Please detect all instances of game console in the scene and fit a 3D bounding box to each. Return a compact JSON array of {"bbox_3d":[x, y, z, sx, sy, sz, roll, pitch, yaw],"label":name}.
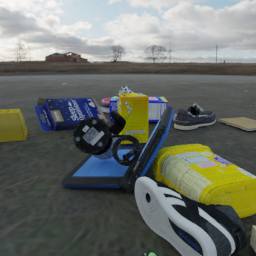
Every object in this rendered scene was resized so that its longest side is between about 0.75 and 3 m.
[{"bbox_3d":[-0.106,0.347,6.723,1.531,2.208,2.587,28,18,3],"label":"game console"}]

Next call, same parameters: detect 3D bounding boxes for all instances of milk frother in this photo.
[{"bbox_3d":[-0.380,0.418,6.452,1.229,1.361,1.281,-30,-15,2],"label":"milk frother"}]

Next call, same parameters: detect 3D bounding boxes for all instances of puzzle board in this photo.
[{"bbox_3d":[4.791,-0.159,11.402,1.398,0.161,1.855,-4,15,-19],"label":"puzzle board"}]

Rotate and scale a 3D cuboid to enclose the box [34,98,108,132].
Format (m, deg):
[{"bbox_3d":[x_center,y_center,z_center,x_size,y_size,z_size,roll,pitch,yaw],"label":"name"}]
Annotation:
[{"bbox_3d":[-2.196,-0.557,10.843,2.527,0.410,1.531,-6,45,-31],"label":"box"}]

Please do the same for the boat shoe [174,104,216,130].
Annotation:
[{"bbox_3d":[2.864,-0.554,11.506,0.985,0.850,2.710,13,19,42],"label":"boat shoe"}]

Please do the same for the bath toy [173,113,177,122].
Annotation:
[{"bbox_3d":[2.419,-0.534,12.389,1.085,0.401,0.472,-9,17,-31],"label":"bath toy"}]

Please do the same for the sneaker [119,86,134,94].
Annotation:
[{"bbox_3d":[0.043,-1.635,12.261,0.823,0.536,0.329,5,-30,5],"label":"sneaker"}]

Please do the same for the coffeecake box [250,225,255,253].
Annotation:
[{"bbox_3d":[2.241,1.647,3.752,0.913,0.334,0.701,1,14,3],"label":"coffeecake box"}]

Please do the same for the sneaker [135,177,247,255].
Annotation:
[{"bbox_3d":[0.968,1.352,4.430,1.077,0.704,1.926,-4,22,-28],"label":"sneaker"}]

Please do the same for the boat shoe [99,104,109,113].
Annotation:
[{"bbox_3d":[-0.419,-1.175,14.133,2.299,0.785,0.849,3,14,13],"label":"boat shoe"}]

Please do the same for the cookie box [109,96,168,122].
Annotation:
[{"bbox_3d":[0.475,-0.897,12.633,2.470,0.928,2.113,1,11,1],"label":"cookie box"}]

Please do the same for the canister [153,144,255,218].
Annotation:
[{"bbox_3d":[1.483,0.991,5.465,1.378,0.803,1.856,-5,16,-19],"label":"canister"}]

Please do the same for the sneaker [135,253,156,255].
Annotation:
[{"bbox_3d":[0.013,1.797,3.290,0.399,0.366,0.953,-7,2,33],"label":"sneaker"}]

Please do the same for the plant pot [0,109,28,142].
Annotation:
[{"bbox_3d":[-4.097,-0.132,9.649,1.068,0.942,1.068,-4,14,-15],"label":"plant pot"}]

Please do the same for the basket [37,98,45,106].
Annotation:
[{"bbox_3d":[-4.089,-1.125,14.286,0.933,0.635,0.841,5,51,-7],"label":"basket"}]

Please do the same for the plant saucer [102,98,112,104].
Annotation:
[{"bbox_3d":[-0.682,-1.404,15.851,1.607,0.407,1.607,-1,15,0],"label":"plant saucer"}]

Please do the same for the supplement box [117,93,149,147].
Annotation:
[{"bbox_3d":[0.141,-0.274,8.892,0.864,1.577,0.858,-2,13,-10],"label":"supplement box"}]
